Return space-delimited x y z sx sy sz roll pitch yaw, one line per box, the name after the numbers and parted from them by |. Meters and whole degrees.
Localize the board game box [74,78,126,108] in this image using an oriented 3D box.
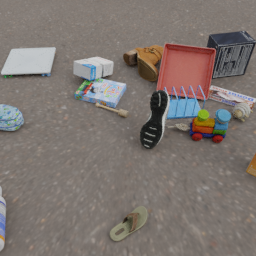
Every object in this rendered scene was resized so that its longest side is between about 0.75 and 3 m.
-1.249 -1.698 12.946 1.962 0.359 1.484 15 47 13 | board game box

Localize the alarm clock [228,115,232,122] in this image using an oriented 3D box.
4.012 -0.464 11.469 0.539 0.266 0.799 9 25 32 | alarm clock

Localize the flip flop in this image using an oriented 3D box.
0.045 2.841 8.413 1.391 0.400 0.564 -29 52 -25 | flip flop

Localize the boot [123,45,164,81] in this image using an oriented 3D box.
1.260 -3.439 14.379 2.050 1.013 2.641 -24 42 -26 | boot

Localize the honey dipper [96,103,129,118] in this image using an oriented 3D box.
-0.721 -0.823 12.143 1.596 0.303 0.303 20 49 22 | honey dipper

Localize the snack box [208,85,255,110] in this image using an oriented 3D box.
4.644 -1.355 12.679 2.060 0.250 0.741 21 49 20 | snack box

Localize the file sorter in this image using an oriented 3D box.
2.335 -1.157 11.971 1.618 0.993 1.123 -4 45 -3 | file sorter

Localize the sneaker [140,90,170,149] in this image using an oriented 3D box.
1.100 -0.273 10.447 0.834 2.255 0.894 20 8 20 | sneaker

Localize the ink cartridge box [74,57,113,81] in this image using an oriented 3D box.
-1.654 -2.907 13.575 1.170 0.675 1.602 26 33 32 | ink cartridge box

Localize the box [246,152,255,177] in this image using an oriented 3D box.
4.750 1.051 9.420 0.926 1.488 0.725 30 52 26 | box

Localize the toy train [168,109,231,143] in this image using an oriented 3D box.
2.694 -0.215 10.698 2.237 1.294 0.947 6 57 5 | toy train

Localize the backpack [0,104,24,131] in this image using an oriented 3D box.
-4.951 -0.407 11.332 1.395 1.073 1.138 24 41 0 | backpack

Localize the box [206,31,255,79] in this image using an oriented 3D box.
4.852 -3.572 13.705 1.896 1.911 1.178 -9 47 -9 | box

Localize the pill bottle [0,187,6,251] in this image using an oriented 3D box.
-4.164 2.606 8.165 1.090 1.090 1.944 -11 47 -11 | pill bottle

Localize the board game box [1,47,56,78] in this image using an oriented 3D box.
-5.132 -3.460 14.729 2.413 0.312 2.412 -3 46 -2 | board game box

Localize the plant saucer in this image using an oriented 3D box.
2.658 -2.587 12.922 2.347 0.431 2.343 10 90 9 | plant saucer

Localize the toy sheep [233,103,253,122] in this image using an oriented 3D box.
4.806 -0.719 11.780 0.736 0.736 1.068 30 43 26 | toy sheep
